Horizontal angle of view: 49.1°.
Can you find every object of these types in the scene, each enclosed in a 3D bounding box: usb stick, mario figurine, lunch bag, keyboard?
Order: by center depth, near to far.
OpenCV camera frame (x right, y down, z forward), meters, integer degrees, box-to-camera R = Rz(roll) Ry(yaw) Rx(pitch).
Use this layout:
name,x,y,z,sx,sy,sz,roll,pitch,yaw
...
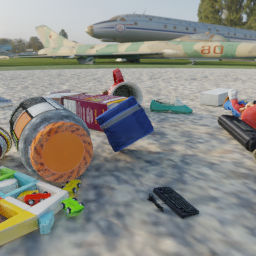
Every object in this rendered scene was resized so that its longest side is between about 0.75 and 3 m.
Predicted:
name,x,y,z,sx,sy,sz,roll,pitch,yaw
keyboard,0.759,1.351,5.175,0.665,0.108,1.047,-7,16,-23
lunch bag,-0.128,-0.164,7.429,1.193,1.162,1.756,-29,1,-3
usb stick,3.601,0.103,8.887,0.814,0.479,2.936,6,16,-1
mario figurine,4.652,-0.796,10.606,1.503,1.291,2.435,-1,14,-5

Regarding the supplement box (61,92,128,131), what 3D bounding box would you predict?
name,x,y,z,sx,sy,sz,roll,pitch,yaw
supplement box,-1.167,-0.645,10.418,2.443,1.047,1.348,11,19,34

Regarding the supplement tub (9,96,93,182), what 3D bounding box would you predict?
name,x,y,z,sx,sy,sz,roll,pitch,yaw
supplement tub,-1.833,0.196,6.533,1.558,1.558,2.543,-8,19,-27

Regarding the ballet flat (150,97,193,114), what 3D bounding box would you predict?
name,x,y,z,sx,sy,sz,roll,pitch,yaw
ballet flat,1.918,-1.029,12.458,1.936,0.681,0.652,4,17,14

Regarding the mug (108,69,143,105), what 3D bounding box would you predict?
name,x,y,z,sx,sy,sz,roll,pitch,yaw
mug,-0.188,-1.682,12.846,1.412,1.879,2.117,9,10,-12

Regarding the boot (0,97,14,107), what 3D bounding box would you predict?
name,x,y,z,sx,sy,sz,roll,pitch,yaw
boot,-6.699,-1.545,13.882,1.966,0.888,0.715,1,16,4

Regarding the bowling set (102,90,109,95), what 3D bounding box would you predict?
name,x,y,z,sx,sy,sz,roll,pitch,yaw
bowling set,-1.251,-1.168,12.452,0.798,1.035,1.486,-4,12,-9

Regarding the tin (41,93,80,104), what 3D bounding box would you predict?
name,x,y,z,sx,sy,sz,roll,pitch,yaw
tin,-2.938,-1.328,13.468,2.961,0.620,1.658,2,13,22

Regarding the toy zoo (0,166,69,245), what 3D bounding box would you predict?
name,x,y,z,sx,sy,sz,roll,pitch,yaw
toy zoo,-2.249,1.322,4.971,2.497,0.256,1.638,11,19,34

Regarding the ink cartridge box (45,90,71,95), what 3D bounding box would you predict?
name,x,y,z,sx,sy,sz,roll,pitch,yaw
ink cartridge box,-3.919,-2.044,16.350,1.219,0.306,1.405,-1,11,45

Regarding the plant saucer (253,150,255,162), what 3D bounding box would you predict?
name,x,y,z,sx,sy,sz,roll,pitch,yaw
plant saucer,3.969,0.934,6.014,2.434,0.431,2.434,0,16,0

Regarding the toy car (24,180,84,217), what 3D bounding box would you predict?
name,x,y,z,sx,sy,sz,roll,pitch,yaw
toy car,-1.145,1.328,4.988,1.129,0.252,1.063,-14,21,-38

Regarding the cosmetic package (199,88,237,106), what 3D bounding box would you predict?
name,x,y,z,sx,sy,sz,roll,pitch,yaw
cosmetic package,4.781,-1.654,14.728,1.026,0.630,2.487,14,21,40

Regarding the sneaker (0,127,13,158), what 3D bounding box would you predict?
name,x,y,z,sx,sy,sz,roll,pitch,yaw
sneaker,-4.281,0.033,6.886,2.662,0.998,1.200,22,11,-5
